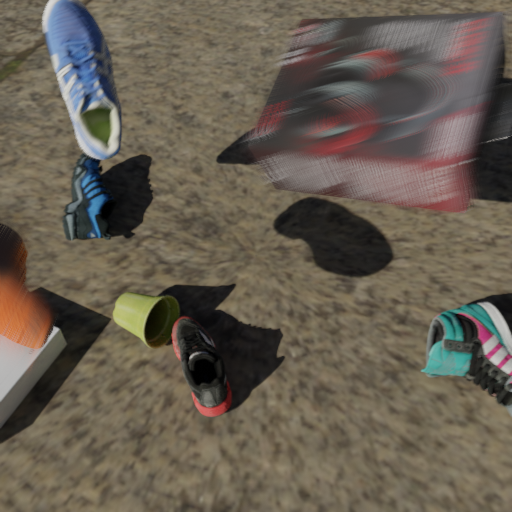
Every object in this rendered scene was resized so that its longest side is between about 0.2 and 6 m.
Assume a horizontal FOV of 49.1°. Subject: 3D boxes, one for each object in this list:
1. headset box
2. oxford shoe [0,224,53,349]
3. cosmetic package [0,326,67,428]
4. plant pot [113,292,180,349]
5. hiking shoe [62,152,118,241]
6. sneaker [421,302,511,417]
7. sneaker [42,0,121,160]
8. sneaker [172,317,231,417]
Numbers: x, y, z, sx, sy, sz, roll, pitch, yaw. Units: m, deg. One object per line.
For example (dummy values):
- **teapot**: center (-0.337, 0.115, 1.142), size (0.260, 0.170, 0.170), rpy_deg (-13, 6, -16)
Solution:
- **headset box**: center (2.213, -2.428, 9.294), size (3.844, 1.442, 2.857), rpy_deg (12, 70, 29)
- **oxford shoe**: center (-2.942, 0.093, 6.358), size (2.421, 0.863, 0.883), rpy_deg (38, 50, 23)
- **cosmetic package**: center (-4.448, 1.846, 9.015), size (1.673, 0.573, 2.219), rpy_deg (21, 53, 13)
- **plant pot**: center (-1.933, 1.017, 9.581), size (0.856, 0.931, 0.931), rpy_deg (15, 51, 27)
- **hiking shoe**: center (-3.323, -1.199, 11.535), size (0.961, 0.824, 2.216), rpy_deg (6, 57, -10)
- **sneaker**: center (3.416, 1.776, 8.710), size (1.522, 1.054, 2.522), rpy_deg (-4, 42, -10)
- **sneaker**: center (-2.824, -2.983, 9.594), size (1.055, 2.785, 1.073), rpy_deg (-22, 26, -17)
- **sneaker**: center (-0.918, 1.607, 8.991), size (0.660, 0.912, 1.867), rpy_deg (-19, 51, -12)
